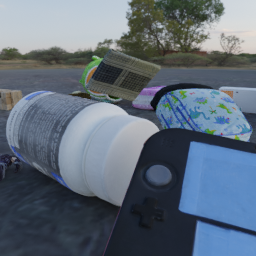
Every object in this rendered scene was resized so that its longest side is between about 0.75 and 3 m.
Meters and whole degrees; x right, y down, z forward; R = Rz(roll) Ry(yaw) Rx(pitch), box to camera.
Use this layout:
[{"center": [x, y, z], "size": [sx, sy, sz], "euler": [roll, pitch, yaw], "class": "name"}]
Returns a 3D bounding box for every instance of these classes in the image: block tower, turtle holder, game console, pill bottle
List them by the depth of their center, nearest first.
[{"center": [1.089, 0.904, 2.337], "size": [2.354, 0.365, 2.082], "euler": [12, 40, 13], "class": "game console"}, {"center": [-0.793, 0.239, 4.670], "size": [1.482, 1.482, 2.605], "euler": [-14, 21, -43], "class": "pill bottle"}, {"center": [-5.842, -1.285, 11.969], "size": [2.798, 0.809, 0.756], "euler": [5, 15, 23], "class": "block tower"}, {"center": [-0.800, -1.950, 12.944], "size": [1.860, 1.990, 2.619], "euler": [46, 0, 41], "class": "turtle holder"}]

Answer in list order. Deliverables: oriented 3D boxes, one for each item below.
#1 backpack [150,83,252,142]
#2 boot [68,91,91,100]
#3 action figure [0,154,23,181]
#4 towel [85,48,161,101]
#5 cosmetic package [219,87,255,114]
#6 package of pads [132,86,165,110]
[{"center": [1.482, -0.022, 5.436], "size": [1.577, 1.934, 1.487], "euler": [2, -31, -19], "class": "backpack"}, {"center": [-2.351, -1.616, 13.975], "size": [1.183, 0.431, 0.919], "euler": [-3, 14, 4], "class": "boot"}, {"center": [-2.362, 0.719, 5.178], "size": [0.690, 0.368, 1.060], "euler": [-9, 12, -5], "class": "action figure"}, {"center": [-0.177, -1.703, 9.295], "size": [1.951, 1.878, 0.337], "euler": [13, 50, -29], "class": "towel"}, {"center": [4.519, -1.105, 11.021], "size": [1.796, 0.911, 0.640], "euler": [8, 17, 30], "class": "cosmetic package"}, {"center": [1.329, -1.319, 11.966], "size": [1.328, 0.834, 2.204], "euler": [12, 19, 38], "class": "package of pads"}]
